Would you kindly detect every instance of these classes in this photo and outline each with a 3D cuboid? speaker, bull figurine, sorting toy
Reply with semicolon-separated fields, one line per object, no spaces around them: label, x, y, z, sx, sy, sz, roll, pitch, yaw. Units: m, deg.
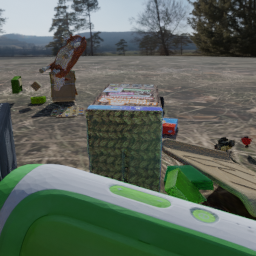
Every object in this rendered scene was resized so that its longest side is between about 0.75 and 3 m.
speaker;0.186;1.201;2.483;2.907;1.286;1.286;13;21;17
bull figurine;-1.753;-1.766;7.570;0.572;1.756;1.066;37;21;1
sorting toy;1.439;0.811;4.591;2.933;0.432;2.168;13;14;-32

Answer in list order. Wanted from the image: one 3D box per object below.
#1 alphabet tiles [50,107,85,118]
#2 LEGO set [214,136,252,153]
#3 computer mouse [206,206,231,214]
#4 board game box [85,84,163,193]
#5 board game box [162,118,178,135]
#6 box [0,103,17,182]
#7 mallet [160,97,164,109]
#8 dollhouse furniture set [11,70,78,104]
alphabet tiles;-2.328;-0.634;10.900;1.241;0.047;1.491;-3;18;-7
LEGO set;3.333;0.614;6.332;1.726;0.753;2.658;-13;9;-40
computer mouse;0.391;1.534;3.079;2.933;0.675;2.059;-1;17;-2
board game box;0.017;0.250;5.211;1.100;1.810;2.271;1;19;4
board game box;0.922;-0.094;8.884;1.211;0.244;0.926;5;18;14
box;-3.025;0.615;4.614;2.058;1.485;2.773;-6;19;-19
mallet;0.951;-0.733;10.270;0.853;0.533;2.590;-1;15;5
dollhouse furniture set;-3.721;-1.906;12.705;2.805;1.402;1.083;-5;18;-11
